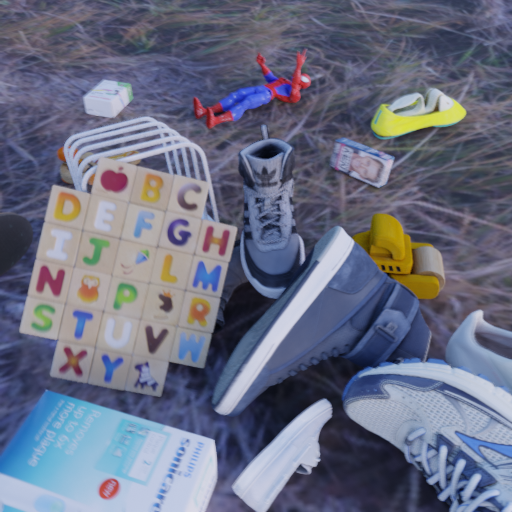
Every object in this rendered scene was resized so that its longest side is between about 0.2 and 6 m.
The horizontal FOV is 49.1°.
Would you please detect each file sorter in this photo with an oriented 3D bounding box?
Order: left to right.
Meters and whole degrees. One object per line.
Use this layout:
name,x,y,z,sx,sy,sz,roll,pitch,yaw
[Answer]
file sorter,-1.828,-1.040,8.623,1.822,1.635,2.626,-19,27,-16

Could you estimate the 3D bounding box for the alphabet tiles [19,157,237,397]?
alphabet tiles,-1.594,0.286,7.099,2.357,2.833,0.090,13,1,-7

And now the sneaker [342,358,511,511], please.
sneaker,2.429,2.255,5.834,3.427,1.320,1.460,20,50,21

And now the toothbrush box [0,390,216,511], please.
toothbrush box,-1.620,2.494,5.830,2.067,0.881,1.513,14,44,13

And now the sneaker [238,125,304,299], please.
sneaker,0.156,-0.682,7.762,0.906,1.366,2.401,-5,56,3

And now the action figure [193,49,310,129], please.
action figure,0.048,-3.959,12.640,2.922,1.446,0.954,-21,47,-26

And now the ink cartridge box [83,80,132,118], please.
ink cartridge box,-3.419,-3.643,12.962,0.710,0.412,0.980,12,43,13

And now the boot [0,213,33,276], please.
boot,-4.931,0.092,8.446,3.028,1.114,1.142,-33,41,-29

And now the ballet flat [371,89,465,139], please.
ballet flat,3.611,-3.166,12.135,2.446,0.820,0.817,-17,45,-18

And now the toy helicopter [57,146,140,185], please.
toy helicopter,-2.924,-1.714,10.716,1.592,0.628,1.053,-21,46,-29

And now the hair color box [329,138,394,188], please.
hair color box,2.011,-1.806,10.781,1.137,0.569,0.344,28,36,28

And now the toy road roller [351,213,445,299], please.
toy road roller,2.133,-0.028,8.467,1.473,1.075,0.905,5,42,6

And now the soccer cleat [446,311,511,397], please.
soccer cleat,3.521,1.627,6.606,2.653,1.029,0.919,30,40,30

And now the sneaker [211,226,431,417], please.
sneaker,0.906,1.296,7.013,1.986,1.045,2.748,40,88,-8

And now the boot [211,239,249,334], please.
boot,-0.442,0.505,8.242,2.272,0.793,1.495,-5,45,10

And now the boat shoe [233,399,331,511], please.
boat shoe,0.429,2.267,6.382,0.524,0.550,1.528,43,52,17
